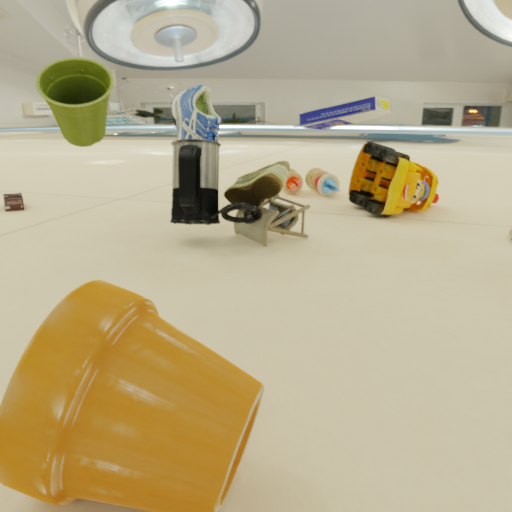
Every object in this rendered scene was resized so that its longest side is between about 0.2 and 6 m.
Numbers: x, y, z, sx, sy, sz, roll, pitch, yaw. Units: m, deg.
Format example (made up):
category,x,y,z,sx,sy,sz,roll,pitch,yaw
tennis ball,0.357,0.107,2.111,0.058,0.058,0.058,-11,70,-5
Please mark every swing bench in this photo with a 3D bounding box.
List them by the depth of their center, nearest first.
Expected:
category,x,y,z,sx,sy,sz,roll,pitch,yaw
swing bench,0.267,-0.658,10.175,1.022,0.663,1.017,-11,22,-32

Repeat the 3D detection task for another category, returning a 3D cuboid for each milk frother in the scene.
category,x,y,z,sx,sy,sz,roll,pitch,yaw
milk frother,-0.703,-1.258,9.680,1.510,1.420,1.362,1,1,-14

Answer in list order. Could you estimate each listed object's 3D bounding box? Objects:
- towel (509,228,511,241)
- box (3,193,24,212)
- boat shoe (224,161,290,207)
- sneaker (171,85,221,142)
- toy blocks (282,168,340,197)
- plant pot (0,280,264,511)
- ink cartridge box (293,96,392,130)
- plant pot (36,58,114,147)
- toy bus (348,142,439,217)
category,x,y,z,sx,sy,sz,roll,pitch,yaw
towel,5.097,-0.325,9.949,1.096,0.189,0.726,6,16,20
box,-5.564,-1.231,12.837,0.408,0.306,0.816,-7,20,-24
boat shoe,0.007,-1.221,9.678,1.577,0.575,0.496,-21,32,57
sneaker,-1.108,-2.322,10.899,0.807,2.132,0.821,-6,-11,-45
toy blocks,1.375,-1.855,14.407,1.400,0.610,1.679,-3,17,-10
plant pot,-0.684,1.014,3.594,1.276,1.394,1.394,19,19,8
ink cartridge box,1.458,-2.402,9.442,1.346,0.320,1.362,-6,5,28
plant pot,-2.551,-2.129,8.095,1.032,0.980,1.032,4,55,-6
toy bus,3.280,-1.543,12.419,2.011,1.422,2.095,13,15,-15
